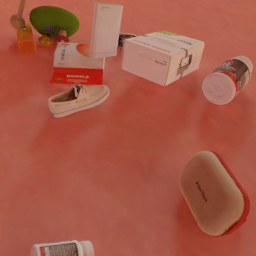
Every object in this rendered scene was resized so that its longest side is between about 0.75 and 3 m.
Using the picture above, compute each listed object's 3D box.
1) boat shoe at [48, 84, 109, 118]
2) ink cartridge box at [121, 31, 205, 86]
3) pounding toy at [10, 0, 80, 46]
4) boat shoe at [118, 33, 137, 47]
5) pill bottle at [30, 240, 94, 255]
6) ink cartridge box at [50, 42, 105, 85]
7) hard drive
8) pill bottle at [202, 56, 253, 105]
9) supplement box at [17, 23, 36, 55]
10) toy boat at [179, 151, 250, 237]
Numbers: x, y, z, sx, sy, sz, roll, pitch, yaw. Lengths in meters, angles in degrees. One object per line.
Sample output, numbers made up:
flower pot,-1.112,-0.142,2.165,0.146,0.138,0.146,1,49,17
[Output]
boat shoe,-1.463,-0.981,8.445,1.940,0.677,0.688,-22,50,-16
ink cartridge box,1.233,-2.523,9.734,1.827,1.055,2.511,27,38,27
pounding toy,-3.305,-3.991,11.458,2.646,1.228,2.042,7,-11,-35
boat shoe,-0.332,-3.679,11.795,1.582,0.584,0.477,1,36,-11
pill bottle,-1.133,2.261,4.841,0.995,0.567,0.567,6,36,-29
ink cartridge box,-1.800,-2.399,10.237,1.870,0.578,2.306,2,38,-4
hard drive,-0.758,-3.352,9.706,0.236,1.766,1.165,31,35,34
pill bottle,3.304,-1.631,9.075,1.052,1.052,1.900,28,49,28
supplement box,-4.320,-3.797,11.853,0.646,0.667,1.940,-12,44,-14
toy boat,1.928,1.329,5.888,1.178,1.176,1.803,16,34,-30
